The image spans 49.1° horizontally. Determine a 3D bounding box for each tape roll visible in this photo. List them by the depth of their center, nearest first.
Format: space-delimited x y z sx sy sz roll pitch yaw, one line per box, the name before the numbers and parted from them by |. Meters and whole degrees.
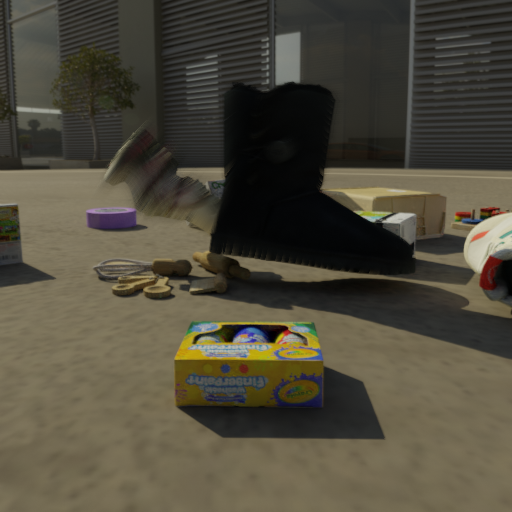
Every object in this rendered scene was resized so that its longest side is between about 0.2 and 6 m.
tape roll | -3.907 -1.025 15.137 1.311 0.430 1.311 1 12 0

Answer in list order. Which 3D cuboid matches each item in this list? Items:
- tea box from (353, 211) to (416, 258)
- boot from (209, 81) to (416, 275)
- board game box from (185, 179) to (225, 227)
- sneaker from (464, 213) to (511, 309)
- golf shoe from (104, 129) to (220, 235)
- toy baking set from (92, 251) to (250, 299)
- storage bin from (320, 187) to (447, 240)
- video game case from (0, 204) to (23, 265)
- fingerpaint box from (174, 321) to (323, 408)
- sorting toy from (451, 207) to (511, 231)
tea box | 2.211 -0.325 10.513 1.290 0.876 1.312 5 13 27
boot | 0.985 -1.227 8.837 3.387 2.846 1.293 8 1 6
board game box | -0.175 -1.522 14.869 3.084 0.534 1.947 -10 -13 -29
sneaker | 3.642 0.049 7.818 1.594 1.200 3.409 3 13 -13
golf shoe | -1.471 -1.000 10.129 2.731 1.203 1.054 42 -2 8
toy baking set | -1.487 0.199 9.314 2.174 0.330 2.833 -6 13 -28
storage bin | 3.020 -1.062 13.724 2.298 1.085 2.315 -5 12 -27
video game case | -4.861 -0.344 10.048 1.215 1.105 0.139 -9 15 -39
fingerpaint box | -0.050 0.965 5.207 1.273 0.467 1.062 0 11 2
sorting toy | 6.198 -0.921 14.369 1.520 0.533 3.152 -8 14 -34
